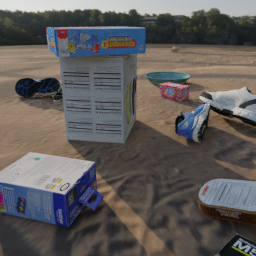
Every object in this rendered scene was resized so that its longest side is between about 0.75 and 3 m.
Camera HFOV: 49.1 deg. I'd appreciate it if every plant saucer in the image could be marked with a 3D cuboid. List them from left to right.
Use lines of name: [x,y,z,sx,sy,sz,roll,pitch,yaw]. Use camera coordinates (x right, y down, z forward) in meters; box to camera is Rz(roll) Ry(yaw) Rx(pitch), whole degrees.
plant saucer: [2.247,-2.802,16.000,2.560,0.460,2.560,0,21,0]

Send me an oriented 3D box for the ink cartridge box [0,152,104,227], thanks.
ink cartridge box: [-1.392,1.098,5.234,1.833,0.700,1.251,5,21,17]

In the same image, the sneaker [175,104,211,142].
sneaker: [2.007,-0.285,8.755,0.957,0.843,2.146,11,24,21]

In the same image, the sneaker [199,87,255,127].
sneaker: [3.590,-0.891,9.509,0.978,1.062,2.654,25,4,-39]

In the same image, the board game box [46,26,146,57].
board game box: [-0.968,-2.428,7.683,2.275,0.636,2.228,-7,22,-18]

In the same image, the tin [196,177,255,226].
tin: [1.893,1.225,4.875,1.470,0.308,0.823,-3,26,42]

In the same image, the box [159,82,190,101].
box: [2.116,-1.681,12.806,0.643,0.593,1.254,-18,27,-40]

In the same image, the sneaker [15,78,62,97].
sneaker: [-4.119,-1.805,13.058,2.467,0.934,0.950,4,-4,16]

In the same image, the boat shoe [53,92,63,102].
boat shoe: [-3.055,-1.444,12.597,0.353,0.298,0.991,4,21,10]

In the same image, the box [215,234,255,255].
box: [1.481,2.245,2.411,2.350,0.578,2.433,-16,25,-41]

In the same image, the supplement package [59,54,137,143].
supplement package: [-0.751,-1.133,8.679,1.816,2.470,2.362,4,21,10]
